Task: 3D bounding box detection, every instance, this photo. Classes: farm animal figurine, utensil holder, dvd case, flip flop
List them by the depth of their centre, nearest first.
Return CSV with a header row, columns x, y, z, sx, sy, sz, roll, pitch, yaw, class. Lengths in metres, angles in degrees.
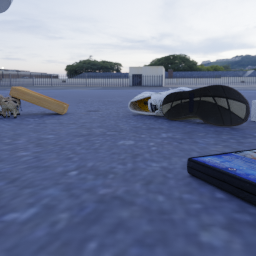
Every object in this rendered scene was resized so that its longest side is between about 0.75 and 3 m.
x,y,z,sx,sy,sz,roll,pitch,yaw,class
2.400,0.519,3.201,2.810,0.247,2.005,-4,9,-23,dvd case
-3.603,-3.818,7.686,1.019,1.019,1.199,-2,43,-12,utensil holder
2.190,-0.585,8.107,0.800,1.127,2.778,11,-6,-41,flip flop
-4.339,-0.798,9.398,1.394,0.868,1.726,-2,9,-15,farm animal figurine

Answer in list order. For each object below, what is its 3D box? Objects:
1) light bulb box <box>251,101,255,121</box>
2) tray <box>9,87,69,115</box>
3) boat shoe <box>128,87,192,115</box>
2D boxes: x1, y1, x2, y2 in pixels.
x,y,z,sx,sy,sz,roll,pitch,yaw,class
4.296,-0.472,8.120,1.014,0.633,1.005,1,9,-2,light bulb box
-3.247,-1.046,10.428,1.989,0.368,0.981,21,7,-7,tray
1.117,-0.801,9.538,2.772,0.983,0.968,9,27,45,boat shoe
